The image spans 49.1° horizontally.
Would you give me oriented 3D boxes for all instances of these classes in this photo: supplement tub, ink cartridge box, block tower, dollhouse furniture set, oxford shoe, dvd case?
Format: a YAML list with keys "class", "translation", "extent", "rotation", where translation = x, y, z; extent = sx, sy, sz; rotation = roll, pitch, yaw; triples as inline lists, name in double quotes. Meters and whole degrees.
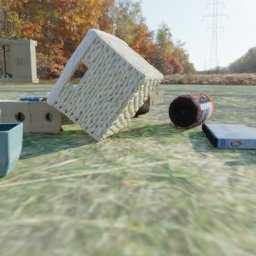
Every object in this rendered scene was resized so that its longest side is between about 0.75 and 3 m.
- class: "supplement tub"
  translation: [2.157, -0.611, 9.093]
  extent: [1.043, 1.043, 1.951]
  rotation: [7, 13, 33]
- class: "ink cartridge box"
  translation: [-4.680, -0.524, 9.321]
  extent: [1.852, 0.780, 1.339]
  rotation: [6, 12, 28]
- class: "block tower"
  translation: [1.327, -1.722, 15.766]
  extent: [0.739, 0.791, 2.735]
  rotation: [5, 13, 24]
- class: "dollhouse furniture set"
  translation: [-2.636, -1.253, 8.454]
  extent: [1.768, 2.523, 1.778]
  rotation: [1, 11, 4]
- class: "oxford shoe"
  translation: [0.115, -0.916, 11.649]
  extent: [0.976, 0.840, 2.311]
  rotation: [3, 16, -29]
- class: "dvd case"
  translation: [3.476, 0.177, 7.049]
  extent: [2.936, 0.258, 2.095]
  rotation: [1, 11, 7]

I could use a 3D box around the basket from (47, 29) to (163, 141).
- class: "basket"
  translation: [-0.497, -1.107, 7.562]
  extent: [1.807, 2.226, 2.246]
  rotation: [40, 19, 7]

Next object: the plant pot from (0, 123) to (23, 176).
- class: "plant pot"
  translation: [-2.199, 0.368, 4.626]
  extent: [0.772, 0.786, 0.770]
  rotation: [-1, 12, -5]
